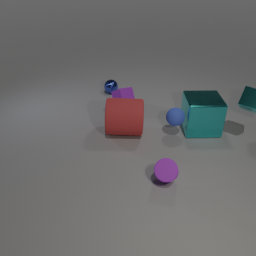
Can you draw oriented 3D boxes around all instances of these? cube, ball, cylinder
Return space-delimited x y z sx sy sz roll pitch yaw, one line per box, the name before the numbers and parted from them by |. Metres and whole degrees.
cube | 2.893 -0.561 10.966 1.400 1.400 1.400 -1 32 -1
cube | -0.206 -1.360 12.349 0.700 0.700 0.700 -13 1 -38
ball | -0.851 -2.089 14.095 0.700 0.700 0.700 0 32 0
cylinder | 1.162 1.280 8.416 0.700 0.700 0.700 8 -10 12
ball | 1.776 -0.418 10.498 0.700 0.700 0.700 0 32 0
cube | 4.384 -0.972 9.857 0.700 0.700 0.700 24 2 30
cylinder | -0.130 -0.431 10.687 1.400 1.400 1.400 2 32 0
